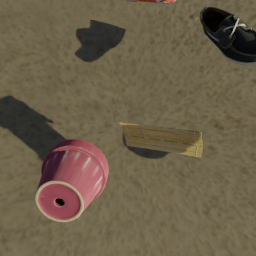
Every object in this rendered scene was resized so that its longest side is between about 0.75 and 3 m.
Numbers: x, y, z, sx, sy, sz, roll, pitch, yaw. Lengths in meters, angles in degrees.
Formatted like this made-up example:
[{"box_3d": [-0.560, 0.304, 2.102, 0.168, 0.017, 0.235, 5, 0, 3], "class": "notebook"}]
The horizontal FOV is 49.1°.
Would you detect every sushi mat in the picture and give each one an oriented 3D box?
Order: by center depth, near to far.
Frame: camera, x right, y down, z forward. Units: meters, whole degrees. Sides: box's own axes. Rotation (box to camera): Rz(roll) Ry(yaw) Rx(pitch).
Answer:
[{"box_3d": [0.647, 0.222, 5.483, 1.607, 0.769, 0.097, 8, 50, 19], "class": "sushi mat"}]

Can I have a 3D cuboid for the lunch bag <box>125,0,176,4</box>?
[{"box_3d": [0.358, -2.745, 4.829, 1.190, 0.488, 1.048, 13, 106, 26], "class": "lunch bag"}]

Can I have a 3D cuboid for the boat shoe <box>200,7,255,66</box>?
[{"box_3d": [2.334, -2.102, 6.304, 0.794, 0.747, 2.210, -37, 44, 8], "class": "boat shoe"}]

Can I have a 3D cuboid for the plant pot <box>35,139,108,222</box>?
[{"box_3d": [-1.029, 0.975, 4.945, 1.249, 1.118, 1.249, 2, 111, 5], "class": "plant pot"}]
